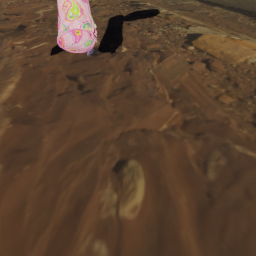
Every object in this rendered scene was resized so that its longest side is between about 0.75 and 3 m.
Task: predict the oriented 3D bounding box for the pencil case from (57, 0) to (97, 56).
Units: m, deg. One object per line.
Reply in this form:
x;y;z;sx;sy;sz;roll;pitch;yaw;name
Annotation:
-1.472;-3.386;7.849;1.136;1.136;2.598;-6;70;-9;pencil case
